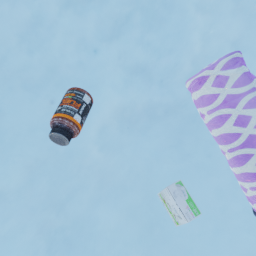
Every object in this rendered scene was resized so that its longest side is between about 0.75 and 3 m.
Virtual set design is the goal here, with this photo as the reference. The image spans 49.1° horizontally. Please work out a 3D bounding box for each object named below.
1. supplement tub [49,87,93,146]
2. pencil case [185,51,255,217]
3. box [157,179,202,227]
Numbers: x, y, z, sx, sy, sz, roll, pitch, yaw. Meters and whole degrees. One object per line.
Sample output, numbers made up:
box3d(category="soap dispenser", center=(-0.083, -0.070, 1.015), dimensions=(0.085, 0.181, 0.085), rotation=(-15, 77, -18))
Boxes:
box3d(category="supplement tub", center=(-1.020, -0.196, 4.963), dimensions=(0.557, 0.557, 1.041), rotation=(16, 54, 2))
box3d(category="pencil case", center=(1.801, 0.060, 4.140), dimensions=(1.012, 1.031, 2.411), rotation=(-29, 88, 35))
box3d(category="box", center=(1.010, 1.523, 5.643), dimensions=(0.373, 0.681, 0.771), rotation=(-23, 71, -22))
